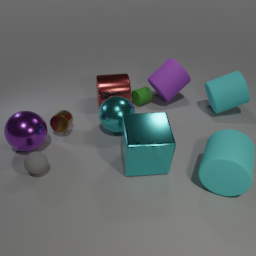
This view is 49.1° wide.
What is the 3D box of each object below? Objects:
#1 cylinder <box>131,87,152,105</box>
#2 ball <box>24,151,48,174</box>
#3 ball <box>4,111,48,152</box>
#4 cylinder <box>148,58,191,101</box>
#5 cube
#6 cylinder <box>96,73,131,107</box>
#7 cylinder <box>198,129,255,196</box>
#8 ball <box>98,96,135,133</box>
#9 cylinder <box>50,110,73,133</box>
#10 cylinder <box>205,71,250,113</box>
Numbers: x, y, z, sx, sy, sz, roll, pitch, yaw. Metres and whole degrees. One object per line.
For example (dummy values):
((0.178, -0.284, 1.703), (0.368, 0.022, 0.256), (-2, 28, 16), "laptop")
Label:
((0.616, -1.458, 12.706), (0.700, 0.700, 0.700), (-22, 38, -29), "cylinder")
((-2.810, 1.068, 8.568), (0.700, 0.700, 0.700), (0, 32, 0), "ball")
((-3.485, 0.106, 9.598), (1.400, 1.400, 1.400), (0, 32, 0), "ball")
((1.838, -2.157, 12.571), (1.400, 1.400, 1.400), (-43, 38, 4), "cylinder")
((0.558, 0.496, 8.686), (1.400, 1.400, 1.400), (-2, 45, -6), "cube")
((-0.669, -1.688, 12.471), (1.400, 1.400, 1.400), (-5, 32, -9), "cylinder")
((2.862, 0.981, 8.077), (1.400, 1.400, 1.400), (12, 38, 19), "cylinder")
((-0.414, -0.513, 10.577), (1.400, 1.400, 1.400), (0, 32, 0), "ball")
((-2.491, -0.258, 10.537), (0.700, 0.700, 0.700), (2, 19, 4), "cylinder")
((4.135, -1.486, 11.744), (1.400, 1.400, 1.400), (-20, 31, 9), "cylinder")
